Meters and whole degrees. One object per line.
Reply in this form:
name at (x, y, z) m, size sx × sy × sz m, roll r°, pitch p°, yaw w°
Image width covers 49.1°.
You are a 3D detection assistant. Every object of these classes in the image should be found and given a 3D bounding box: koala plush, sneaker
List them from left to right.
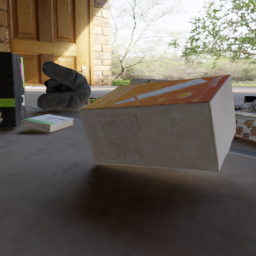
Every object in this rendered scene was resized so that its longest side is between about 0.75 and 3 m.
koala plush at (-2.819, -1.710, 12.127) m, size 2.100 × 2.026 × 2.285 m, roll 9°, pitch 6°, yaw -23°
sneaker at (3.388, -0.384, 7.797) m, size 1.864 × 0.700 × 1.071 m, roll -3°, pitch 10°, yaw 16°

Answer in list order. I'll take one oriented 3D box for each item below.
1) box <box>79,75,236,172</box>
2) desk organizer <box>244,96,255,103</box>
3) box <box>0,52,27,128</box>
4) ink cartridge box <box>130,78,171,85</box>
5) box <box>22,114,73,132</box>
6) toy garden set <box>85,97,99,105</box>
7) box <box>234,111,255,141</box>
box at (0.469, -0.101, 4.164) m, size 1.927 × 0.939 × 1.199 m, roll 0°, pitch 24°, yaw 32°
desk organizer at (6.381, -1.378, 13.964) m, size 1.081 × 0.416 × 0.388 m, roll 1°, pitch 10°, yaw 3°
box at (-4.321, -1.044, 7.646) m, size 2.695 × 2.002 × 1.675 m, roll -2°, pitch 10°, yaw -10°
ink cartridge box at (1.545, -1.066, 9.648) m, size 2.679 × 1.172 × 1.946 m, roll 3°, pitch 9°, yaw -18°
box at (-2.121, -0.147, 7.520) m, size 0.848 × 0.214 × 1.175 m, roll 10°, pitch 11°, yaw 17°
toy garden set at (-1.261, -1.124, 12.786) m, size 1.619 × 0.388 × 1.943 m, roll 5°, pitch 12°, yaw 16°
box at (3.043, 0.054, 5.727) m, size 0.557 × 0.520 × 2.689 m, roll -5°, pitch 11°, yaw -24°
